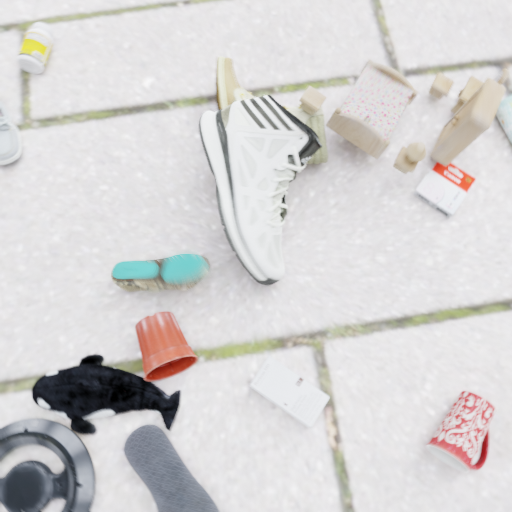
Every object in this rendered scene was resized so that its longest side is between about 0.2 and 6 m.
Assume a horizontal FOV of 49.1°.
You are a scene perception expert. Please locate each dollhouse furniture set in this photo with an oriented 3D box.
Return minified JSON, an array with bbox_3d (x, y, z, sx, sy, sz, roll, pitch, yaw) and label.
[{"bbox_3d":[3.051,-3.491,11.260,3.315,1.618,2.827,32,65,-1],"label":"dollhouse furniture set"}]

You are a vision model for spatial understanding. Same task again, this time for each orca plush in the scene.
[{"bbox_3d":[-2.824,2.611,10.193,2.777,0.987,1.461,20,74,6],"label":"orca plush"}]

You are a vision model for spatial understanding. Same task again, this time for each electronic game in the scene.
[{"bbox_3d":[-4.059,4.137,9.977,2.406,0.501,2.406,-1,75,2],"label":"electronic game"}]

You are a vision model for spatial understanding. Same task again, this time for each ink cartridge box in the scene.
[{"bbox_3d":[4.017,-1.496,11.836,0.927,0.325,1.140,36,80,10],"label":"ink cartridge box"}]

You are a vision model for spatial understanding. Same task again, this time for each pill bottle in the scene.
[{"bbox_3d":[-4.958,-4.703,12.647,0.585,0.585,1.041,12,72,3],"label":"pill bottle"}]

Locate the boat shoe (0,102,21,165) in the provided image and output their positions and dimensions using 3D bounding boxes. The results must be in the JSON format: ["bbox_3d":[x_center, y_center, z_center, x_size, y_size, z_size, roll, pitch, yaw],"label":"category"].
[{"bbox_3d":[-5.773,-3.021,12.036,0.872,0.759,2.365,-23,74,-7],"label":"boat shoe"}]

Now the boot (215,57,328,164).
[{"bbox_3d":[0.293,-3.072,11.935,2.147,1.001,2.777,-12,79,-3],"label":"boot"}]

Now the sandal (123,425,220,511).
[{"bbox_3d":[-1.377,4.317,9.963,1.080,0.608,2.841,-25,65,-15],"label":"sandal"}]

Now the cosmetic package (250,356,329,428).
[{"bbox_3d":[0.609,2.542,10.478,1.360,0.504,0.691,32,75,8],"label":"cosmetic package"}]

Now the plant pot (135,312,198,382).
[{"bbox_3d":[-1.764,1.668,10.530,1.052,1.052,1.023,-22,66,-7],"label":"plant pot"}]

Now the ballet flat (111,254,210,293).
[{"bbox_3d":[-1.747,0.400,10.816,2.140,0.806,0.726,-5,54,20],"label":"ballet flat"}]

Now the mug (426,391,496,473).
[{"bbox_3d":[3.807,3.227,10.244,0.822,1.094,1.232,19,65,43],"label":"mug"}]

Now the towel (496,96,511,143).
[{"bbox_3d":[6.398,-2.881,12.145,1.997,0.481,1.709,-20,73,-6],"label":"towel"}]

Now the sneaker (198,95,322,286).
[{"bbox_3d":[0.359,-1.309,10.513,2.049,1.344,3.562,-16,93,20],"label":"sneaker"}]
